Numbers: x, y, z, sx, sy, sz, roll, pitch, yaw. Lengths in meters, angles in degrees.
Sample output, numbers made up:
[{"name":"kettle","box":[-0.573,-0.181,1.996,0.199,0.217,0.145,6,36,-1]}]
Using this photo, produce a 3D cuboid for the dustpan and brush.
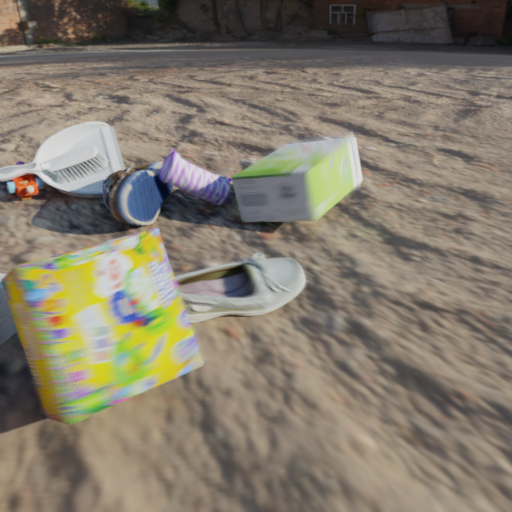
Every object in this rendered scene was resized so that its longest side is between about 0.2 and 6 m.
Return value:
[{"name":"dustpan and brush","box":[-4.728,-2.096,13.173,3.017,0.863,2.106,-18,68,-4]}]

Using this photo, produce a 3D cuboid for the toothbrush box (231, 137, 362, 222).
[{"name":"toothbrush box","box":[0.944,-1.663,12.089,1.816,1.074,2.494,2,25,34]}]

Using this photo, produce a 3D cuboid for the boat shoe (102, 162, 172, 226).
[{"name":"boat shoe","box":[-2.678,-1.326,12.106,1.122,1.120,3.101,-2,16,7]}]

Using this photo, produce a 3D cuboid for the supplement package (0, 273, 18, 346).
[{"name":"supplement package","box":[-4.055,0.780,7.772,1.147,0.843,1.096,9,27,14]}]

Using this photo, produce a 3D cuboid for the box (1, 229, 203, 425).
[{"name":"box","box":[-1.764,0.774,6.472,1.650,1.713,1.045,-18,0,-34]}]

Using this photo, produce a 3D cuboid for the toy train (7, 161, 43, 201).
[{"name":"toy train","box":[-4.978,-1.836,13.649,2.222,0.618,1.669,-16,38,-32]}]

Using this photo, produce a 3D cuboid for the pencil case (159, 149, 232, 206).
[{"name":"pencil case","box":[-1.311,-1.690,12.342,1.657,0.708,0.695,21,12,-35]}]

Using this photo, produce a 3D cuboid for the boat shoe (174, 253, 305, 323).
[{"name":"boat shoe","box":[-0.302,0.433,8.326,2.191,0.703,0.808,-9,58,-10]}]
